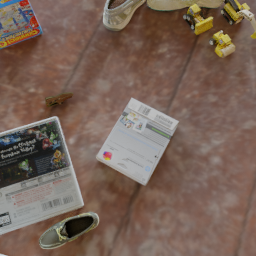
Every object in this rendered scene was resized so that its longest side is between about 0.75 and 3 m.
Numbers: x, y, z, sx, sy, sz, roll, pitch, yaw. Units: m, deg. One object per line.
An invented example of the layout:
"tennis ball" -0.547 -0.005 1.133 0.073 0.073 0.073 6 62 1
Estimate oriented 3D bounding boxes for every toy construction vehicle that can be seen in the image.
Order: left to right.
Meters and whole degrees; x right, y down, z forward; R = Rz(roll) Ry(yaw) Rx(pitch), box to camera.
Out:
"toy construction vehicle" 3.142 -3.510 9.246 1.819 0.736 2.089 -27 73 -9

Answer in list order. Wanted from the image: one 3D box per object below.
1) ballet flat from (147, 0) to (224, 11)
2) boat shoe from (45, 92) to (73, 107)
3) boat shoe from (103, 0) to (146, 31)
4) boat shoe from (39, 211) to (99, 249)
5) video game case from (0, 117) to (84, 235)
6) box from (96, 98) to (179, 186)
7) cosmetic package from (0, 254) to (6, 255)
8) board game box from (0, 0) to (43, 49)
"ballet flat" 2.003 -4.603 9.549 2.691 0.934 0.934 -1 71 0
"boat shoe" -2.085 -0.857 8.596 0.903 0.325 0.307 -15 76 5
"boat shoe" 0.037 -4.676 9.530 1.085 0.944 2.943 28 74 9
"boat shoe" -1.567 2.649 7.285 1.656 0.495 0.592 -22 73 -7
"video game case" -2.914 1.314 7.554 2.829 0.330 2.572 -17 85 -6
"box" 0.299 0.365 8.100 1.615 0.427 2.072 27 73 9
"cosmetic package" -3.342 4.135 5.969 2.024 2.022 2.453 13 72 3
"board game box" -3.690 -3.344 8.750 1.605 1.571 0.448 -24 73 -7
